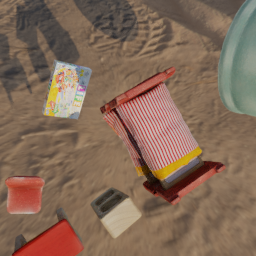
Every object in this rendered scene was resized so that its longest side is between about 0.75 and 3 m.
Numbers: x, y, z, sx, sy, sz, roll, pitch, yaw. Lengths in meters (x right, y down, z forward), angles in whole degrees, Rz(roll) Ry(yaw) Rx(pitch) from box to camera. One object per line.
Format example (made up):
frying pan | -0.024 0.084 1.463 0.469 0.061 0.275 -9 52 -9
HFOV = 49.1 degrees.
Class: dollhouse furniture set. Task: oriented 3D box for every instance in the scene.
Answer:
dollhouse furniture set | -0.360 0.590 3.557 2.742 1.115 1.476 -32 96 -16

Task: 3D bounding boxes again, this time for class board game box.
board game box | -1.113 -0.670 5.090 0.665 0.988 0.169 6 24 -33

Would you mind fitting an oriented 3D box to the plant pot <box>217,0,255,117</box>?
plant pot | 2.630 -1.029 4.379 2.102 2.102 1.409 -34 39 -23
